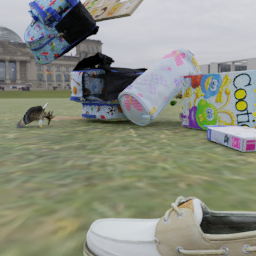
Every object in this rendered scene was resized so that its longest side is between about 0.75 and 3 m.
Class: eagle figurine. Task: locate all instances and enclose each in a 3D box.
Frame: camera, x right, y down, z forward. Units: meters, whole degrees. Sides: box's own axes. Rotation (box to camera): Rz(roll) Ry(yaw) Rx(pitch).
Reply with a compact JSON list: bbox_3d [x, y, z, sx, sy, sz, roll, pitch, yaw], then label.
[{"bbox_3d":[-2.344,-0.282,7.152,0.881,0.669,0.665,1,25,-35],"label":"eagle figurine"}]

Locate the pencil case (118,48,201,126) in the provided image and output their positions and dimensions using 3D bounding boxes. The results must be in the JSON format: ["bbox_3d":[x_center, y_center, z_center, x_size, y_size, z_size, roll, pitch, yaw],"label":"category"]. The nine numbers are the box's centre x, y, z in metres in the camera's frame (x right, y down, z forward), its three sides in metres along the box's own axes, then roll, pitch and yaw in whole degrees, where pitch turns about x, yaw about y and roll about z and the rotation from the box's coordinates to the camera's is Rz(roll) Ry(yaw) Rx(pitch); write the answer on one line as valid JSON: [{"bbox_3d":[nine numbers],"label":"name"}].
[{"bbox_3d":[0.922,-1.157,7.751,2.563,1.163,1.065,-41,-11,-28],"label":"pencil case"}]

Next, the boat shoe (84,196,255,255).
[{"bbox_3d":[0.303,0.522,1.362,1.079,0.369,0.403,2,7,14],"label":"boat shoe"}]

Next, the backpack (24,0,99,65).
[{"bbox_3d":[-1.446,-1.969,5.382,0.939,1.396,1.275,45,9,-46],"label":"backpack"}]

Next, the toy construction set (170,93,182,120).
[{"bbox_3d":[1.691,-0.731,8.092,1.467,1.223,1.127,22,26,29],"label":"toy construction set"}]

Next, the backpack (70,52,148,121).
[{"bbox_3d":[-0.603,-1.180,8.801,2.411,1.950,2.531,18,10,43],"label":"backpack"}]

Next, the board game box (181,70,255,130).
[{"bbox_3d":[2.568,-0.577,6.273,1.355,1.331,2.583,-4,8,-30],"label":"board game box"}]

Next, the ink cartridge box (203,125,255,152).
[{"bbox_3d":[1.912,0.148,4.796,0.778,0.274,1.304,-1,10,-12],"label":"ink cartridge box"}]

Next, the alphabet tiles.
[{"bbox_3d":[-0.155,-3.104,6.155,2.696,2.254,0.102,18,-22,50],"label":"alphabet tiles"}]
